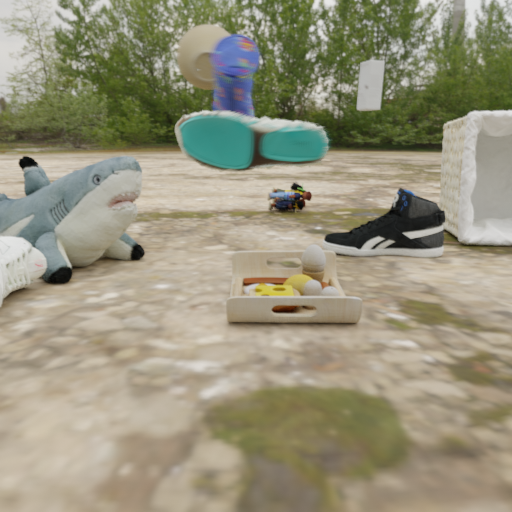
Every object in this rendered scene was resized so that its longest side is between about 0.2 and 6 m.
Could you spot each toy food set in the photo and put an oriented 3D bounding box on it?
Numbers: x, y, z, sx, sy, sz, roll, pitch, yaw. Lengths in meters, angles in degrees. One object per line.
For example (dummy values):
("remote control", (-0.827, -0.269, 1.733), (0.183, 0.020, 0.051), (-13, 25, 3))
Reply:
("toy food set", (0.437, 0.307, 7.599), (1.612, 0.678, 2.246), (0, 13, 0))

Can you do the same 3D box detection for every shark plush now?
("shark plush", (-3.773, -0.903, 10.068), (4.530, 1.887, 2.058), (11, 17, 39))

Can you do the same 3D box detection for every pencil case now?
("pencil case", (-0.427, -3.254, 10.832), (0.845, 0.941, 2.166), (-1, -16, -3))

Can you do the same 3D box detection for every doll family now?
("doll family", (0.986, -1.602, 15.659), (1.178, 0.800, 2.038), (6, 19, 7))

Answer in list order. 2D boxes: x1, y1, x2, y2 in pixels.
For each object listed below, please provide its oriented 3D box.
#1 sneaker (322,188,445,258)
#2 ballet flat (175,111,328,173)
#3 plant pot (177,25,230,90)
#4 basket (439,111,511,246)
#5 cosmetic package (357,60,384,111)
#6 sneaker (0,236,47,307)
("sneaker", (2.365, -0.653, 10.431), (2.215, 1.239, 0.809), (1, 13, 6))
("ballet flat", (-0.078, -1.350, 6.791), (1.968, 0.706, 0.706), (1, 12, -23))
("plant pot", (-1.132, -4.515, 13.049), (1.469, 1.469, 0.986), (-1, 32, -3))
("basket", (5.387, -1.652, 11.745), (2.649, 2.626, 2.131), (1, 11, 3))
("cosmetic package", (1.906, -2.837, 9.360), (0.289, 0.780, 0.397), (-1, 11, -14))
("sneaker", (-3.555, 0.129, 7.706), (1.347, 1.056, 2.711), (-3, 14, -29))
